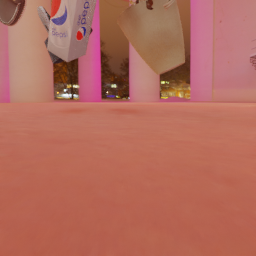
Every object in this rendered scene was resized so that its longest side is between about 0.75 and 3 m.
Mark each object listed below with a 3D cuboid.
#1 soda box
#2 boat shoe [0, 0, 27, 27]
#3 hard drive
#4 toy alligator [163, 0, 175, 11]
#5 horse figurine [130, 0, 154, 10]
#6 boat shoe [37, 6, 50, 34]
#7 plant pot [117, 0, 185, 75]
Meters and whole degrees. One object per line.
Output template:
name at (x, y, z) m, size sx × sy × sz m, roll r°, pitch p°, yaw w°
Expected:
soda box at (-1.520, -3.244, 7.734) m, size 0.842 × 2.653 × 0.906 m, roll 34°, pitch 42°, yaw 15°
boat shoe at (-2.535, -3.146, 6.109) m, size 0.686 × 1.909 × 0.568 m, roll 21°, pitch 25°, yaw -11°
hard drive at (-2.151, -3.306, 10.130) m, size 1.939 × 1.308 × 0.410 m, roll -37°, pitch -27°, yaw 21°
toy alligator at (1.269, -3.338, 4.892) m, size 2.805 × 0.761 × 0.832 m, roll -39°, pitch 14°, yaw 48°
horse figurine at (0.236, -3.642, 6.892) m, size 0.414 × 1.659 × 1.100 m, roll -19°, pitch 13°, yaw 41°
boat shoe at (-2.951, -4.033, 10.628) m, size 0.494 × 1.339 × 0.457 m, roll 26°, pitch 62°, yaw 40°
plant pot at (1.000, -2.974, 9.315) m, size 2.048 × 2.187 × 2.048 m, roll -24°, pitch 3°, yaw 1°
